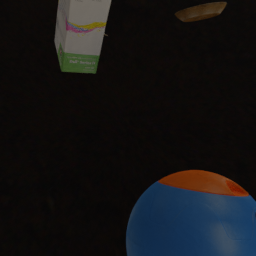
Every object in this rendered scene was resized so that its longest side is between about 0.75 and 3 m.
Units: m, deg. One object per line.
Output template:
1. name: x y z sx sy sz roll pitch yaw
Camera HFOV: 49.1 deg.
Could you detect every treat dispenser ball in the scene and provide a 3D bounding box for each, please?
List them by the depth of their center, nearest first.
1. treat dispenser ball: 1.317 2.183 5.403 2.710 2.710 2.710 0 76 0

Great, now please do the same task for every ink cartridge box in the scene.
1. ink cartridge box: -1.021 -2.749 6.260 0.885 2.628 1.539 0 43 -22

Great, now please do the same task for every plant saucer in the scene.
1. plant saucer: 1.612 -2.546 6.227 1.121 1.121 0.198 -10 103 -3

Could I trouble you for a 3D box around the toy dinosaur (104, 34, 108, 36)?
1. toy dinosaur: -1.035 -3.241 8.077 0.400 0.695 1.374 -20 101 -24
